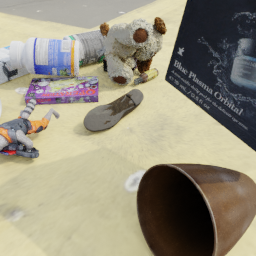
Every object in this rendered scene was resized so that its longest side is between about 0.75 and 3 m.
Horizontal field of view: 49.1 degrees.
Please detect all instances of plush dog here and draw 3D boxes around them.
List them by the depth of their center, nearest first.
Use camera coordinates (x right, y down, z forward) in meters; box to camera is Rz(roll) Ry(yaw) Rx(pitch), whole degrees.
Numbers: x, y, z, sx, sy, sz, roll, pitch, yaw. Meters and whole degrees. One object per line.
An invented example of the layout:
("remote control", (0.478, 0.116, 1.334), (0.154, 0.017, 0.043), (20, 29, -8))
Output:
("plush dog", (0.288, -3.073, 10.284), (2.224, 2.589, 2.077), (-9, 52, -35))

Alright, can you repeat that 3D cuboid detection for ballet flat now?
("ballet flat", (-0.429, -0.525, 8.649), (2.332, 0.541, 0.786), (-36, 89, -33))

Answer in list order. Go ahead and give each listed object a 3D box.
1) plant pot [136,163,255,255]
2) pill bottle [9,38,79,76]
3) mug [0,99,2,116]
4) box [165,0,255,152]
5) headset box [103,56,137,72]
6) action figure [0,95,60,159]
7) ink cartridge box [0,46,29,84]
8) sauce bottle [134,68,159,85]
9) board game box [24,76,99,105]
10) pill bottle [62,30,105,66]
("plant pot", (1.482, 1.433, 5.163), (1.976, 1.847, 1.847), (-5, 34, -35))
("pill bottle", (-2.969, -2.582, 10.187), (2.337, 1.309, 1.309), (1, 36, -8))
("mug", (-4.557, -0.411, 7.876), (1.581, 1.331, 1.803), (0, 52, -5))
("box", (2.131, -1.251, 4.429), (1.469, 2.502, 2.460), (-33, 63, -29))
("headset box", (-0.176, -2.748, 11.537), (1.099, 0.555, 1.479), (19, 41, 24))
("action figure", (-3.157, -0.026, 7.480), (2.160, 1.130, 2.089), (9, 29, 11))
("ink cartridge box", (-4.930, -2.441, 10.892), (1.437, 0.829, 1.981), (28, 45, 33))
("sauce bottle", (0.681, -1.937, 10.622), (1.145, 0.371, 0.371), (-31, 47, -33))
("board game box", (-2.250, -1.350, 9.873), (2.426, 0.392, 1.456), (-3, 41, -4))
("pill bottle", (-1.524, -3.430, 11.856), (2.255, 1.275, 1.275), (-21, 42, -25))
